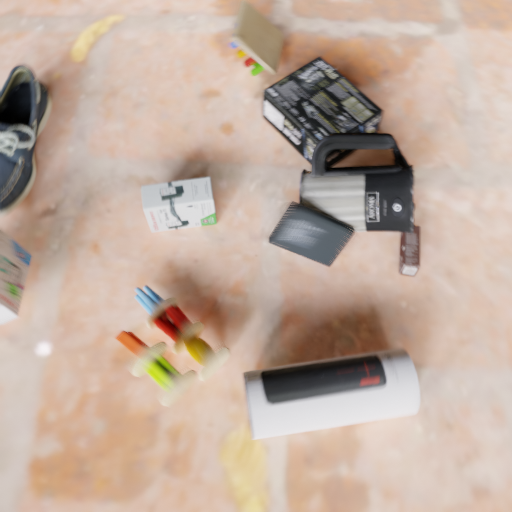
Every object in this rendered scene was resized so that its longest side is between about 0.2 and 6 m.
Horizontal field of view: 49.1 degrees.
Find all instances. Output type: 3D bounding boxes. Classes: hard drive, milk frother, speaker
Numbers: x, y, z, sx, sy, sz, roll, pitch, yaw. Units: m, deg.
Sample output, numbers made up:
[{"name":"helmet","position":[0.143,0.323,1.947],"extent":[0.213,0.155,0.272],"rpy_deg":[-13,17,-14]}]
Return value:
[{"name":"hard drive","position":[0.868,-0.316,8.782],"extent":[1.120,0.782,0.184],"rpy_deg":[22,33,-16]},{"name":"milk frother","position":[1.742,-1.190,9.438],"extent":[1.772,1.884,1.700],"rpy_deg":[1,92,14]},{"name":"speaker","position":[1.046,1.944,7.949],"extent":[2.381,0.967,0.967],"rpy_deg":[-7,64,-4]}]

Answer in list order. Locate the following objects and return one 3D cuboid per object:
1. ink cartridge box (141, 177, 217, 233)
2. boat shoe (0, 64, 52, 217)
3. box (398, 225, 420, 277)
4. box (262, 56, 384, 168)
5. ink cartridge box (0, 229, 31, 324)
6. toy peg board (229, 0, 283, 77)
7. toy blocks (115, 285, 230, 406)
[{"name":"ink cartridge box","position":[-1.282,-0.839,9.387],"extent":[1.159,0.850,0.482],"rpy_deg":[-8,64,-3]},{"name":"boat shoe","position":[-4.381,-2.092,9.964],"extent":[1.102,0.910,2.944],"rpy_deg":[9,64,4]},{"name":"box","position":[2.540,-0.094,9.271],"extent":[0.289,0.386,0.770],"rpy_deg":[8,64,4]},{"name":"box","position":[1.181,-2.616,10.313],"extent":[1.427,0.750,1.742],"rpy_deg":[-36,69,-16]},{"name":"ink cartridge box","position":[-4.144,0.339,8.346],"extent":[0.954,0.958,1.306],"rpy_deg":[-23,44,13]},{"name":"toy peg board","position":[-0.103,-4.164,10.945],"extent":[1.114,0.547,1.119],"rpy_deg":[30,55,-33]},{"name":"toy blocks","position":[-1.431,1.184,8.178],"extent":[1.737,0.631,1.448],"rpy_deg":[40,32,18]}]
